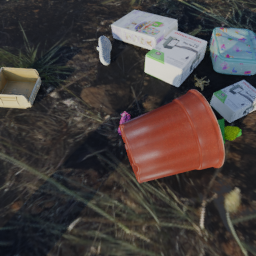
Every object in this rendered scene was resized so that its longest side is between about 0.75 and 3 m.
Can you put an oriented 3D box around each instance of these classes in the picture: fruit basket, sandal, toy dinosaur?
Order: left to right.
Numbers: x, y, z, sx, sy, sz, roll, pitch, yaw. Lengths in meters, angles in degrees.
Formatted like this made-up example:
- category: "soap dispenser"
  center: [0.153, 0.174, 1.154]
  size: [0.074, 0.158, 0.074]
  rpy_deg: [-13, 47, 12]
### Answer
- category: "sandal"
  center: [-1.293, -3.950, 14.257]
  size: [0.505, 0.836, 2.054]
  rpy_deg: [-28, 44, 31]
- category: "toy dinosaur"
  center: [3.426, -2.039, 12.927]
  size: [0.629, 0.362, 1.243]
  rpy_deg: [-18, 44, 5]
- category: "fruit basket"
  center: [3.643, 0.262, 10.622]
  size: [1.249, 0.901, 1.249]
  rpy_deg: [-2, 51, 3]

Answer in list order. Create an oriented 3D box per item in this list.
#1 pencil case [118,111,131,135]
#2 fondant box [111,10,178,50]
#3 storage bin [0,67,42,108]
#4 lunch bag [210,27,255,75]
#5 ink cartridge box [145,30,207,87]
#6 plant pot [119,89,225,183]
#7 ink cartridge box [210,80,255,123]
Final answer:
- category: "pencil case"
  center: [-0.163, -0.192, 11.292]
  size: [0.433, 0.447, 0.953]
  rpy_deg: [6, 52, 5]
- category: "fondant box"
  center: [0.863, -5.253, 14.895]
  size: [2.884, 0.840, 2.081]
  rpy_deg: [27, 55, 31]
- category: "storage bin"
  center: [-4.928, -1.776, 12.339]
  size: [1.705, 0.805, 1.718]
  rpy_deg: [3, 51, 3]
- category: "lunch bag"
  center: [5.326, -3.885, 13.840]
  size: [2.323, 1.116, 2.896]
  rpy_deg: [4, 51, 3]
- category: "ink cartridge box"
  center: [2.308, -3.418, 13.461]
  size: [1.912, 1.104, 2.629]
  rpy_deg: [28, 56, 21]
- category: "plant pot"
  center: [1.302, 0.433, 9.512]
  size: [2.747, 2.824, 2.824]
  rpy_deg: [-18, 53, -4]
- category: "ink cartridge box"
  center: [4.626, -1.167, 11.883]
  size: [1.755, 0.737, 1.277]
  rpy_deg: [-25, 55, -19]
